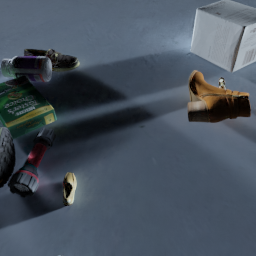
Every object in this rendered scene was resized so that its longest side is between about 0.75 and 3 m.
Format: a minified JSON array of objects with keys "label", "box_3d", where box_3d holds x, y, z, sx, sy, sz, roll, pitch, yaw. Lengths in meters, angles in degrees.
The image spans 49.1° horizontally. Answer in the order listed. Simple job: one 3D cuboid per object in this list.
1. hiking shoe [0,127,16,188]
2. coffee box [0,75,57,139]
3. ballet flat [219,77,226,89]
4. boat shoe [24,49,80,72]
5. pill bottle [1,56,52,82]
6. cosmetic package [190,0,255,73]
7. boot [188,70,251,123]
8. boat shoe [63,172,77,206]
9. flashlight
[{"label":"hiking shoe","box_3d":[-3.414,1.015,6.021,1.427,1.074,2.835,3,44,-2]},{"label":"coffee box","box_3d":[-3.214,-0.709,8.287,1.373,0.491,2.232,-25,49,-25]},{"label":"ballet flat","box_3d":[3.033,-1.336,9.054,0.275,0.272,0.808,-7,49,17]},{"label":"boat shoe","box_3d":[-2.785,-2.489,10.068,2.039,0.661,0.746,2,43,2]},{"label":"pill bottle","box_3d":[-3.398,-1.988,9.407,1.490,0.830,0.830,2,43,1]},{"label":"cosmetic package","box_3d":[3.718,-3.423,10.280,1.740,1.729,2.079,-28,49,-26]},{"label":"boot","box_3d":[2.596,-0.991,8.066,1.655,0.817,2.131,-4,39,17]},{"label":"boat shoe","box_3d":[-1.314,1.295,6.272,0.305,0.324,0.851,-5,44,-8]},{"label":"flashlight","box_3d":[-2.192,0.736,6.666,0.615,0.617,1.816,5,44,7]}]
